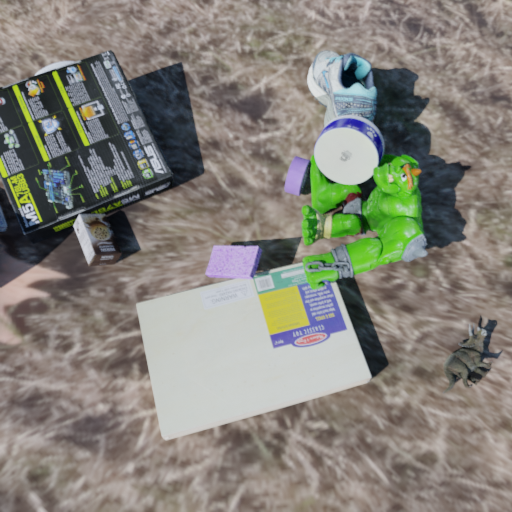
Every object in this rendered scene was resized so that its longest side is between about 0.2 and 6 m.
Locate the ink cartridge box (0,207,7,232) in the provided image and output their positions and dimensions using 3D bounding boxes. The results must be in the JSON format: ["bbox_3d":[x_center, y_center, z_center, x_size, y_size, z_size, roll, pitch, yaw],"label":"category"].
[{"bbox_3d":[-5.463,-0.879,10.861,0.982,0.213,0.964,-5,57,-44],"label":"ink cartridge box"}]

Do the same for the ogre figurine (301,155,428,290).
[{"bbox_3d":[2.015,-0.949,10.409,2.114,1.730,3.526,-1,29,12],"label":"ogre figurine"}]

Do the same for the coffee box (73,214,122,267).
[{"bbox_3d":[-3.008,-0.308,10.613,0.550,0.388,0.972,-5,57,-43],"label":"coffee box"}]

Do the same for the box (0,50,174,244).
[{"bbox_3d":[-3.656,-2.246,11.228,3.046,0.749,3.154,-25,78,-10],"label":"box"}]

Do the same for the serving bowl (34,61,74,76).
[{"bbox_3d":[-4.194,-3.617,12.323,1.901,0.625,1.901,0,63,0],"label":"serving bowl"}]

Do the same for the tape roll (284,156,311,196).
[{"bbox_3d":[0.833,-1.595,11.206,0.314,0.739,0.739,19,64,10],"label":"tape roll"}]

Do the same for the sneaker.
[{"bbox_3d":[1.927,-3.644,11.629,1.201,1.336,3.095,1,45,-13],"label":"sneaker"}]

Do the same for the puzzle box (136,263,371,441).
[{"bbox_3d":[-0.089,1.530,9.741,3.601,0.458,2.396,-13,63,-7],"label":"puzzle box"}]

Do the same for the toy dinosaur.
[{"bbox_3d":[3.562,1.879,9.626,1.359,0.523,0.695,-42,56,-12],"label":"toy dinosaur"}]

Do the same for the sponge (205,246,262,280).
[{"bbox_3d":[-0.421,0.112,10.141,1.067,0.159,0.595,2,66,37],"label":"sponge"}]

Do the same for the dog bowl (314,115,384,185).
[{"bbox_3d":[1.719,-1.953,10.407,1.231,1.231,0.485,21,46,10],"label":"dog bowl"}]
